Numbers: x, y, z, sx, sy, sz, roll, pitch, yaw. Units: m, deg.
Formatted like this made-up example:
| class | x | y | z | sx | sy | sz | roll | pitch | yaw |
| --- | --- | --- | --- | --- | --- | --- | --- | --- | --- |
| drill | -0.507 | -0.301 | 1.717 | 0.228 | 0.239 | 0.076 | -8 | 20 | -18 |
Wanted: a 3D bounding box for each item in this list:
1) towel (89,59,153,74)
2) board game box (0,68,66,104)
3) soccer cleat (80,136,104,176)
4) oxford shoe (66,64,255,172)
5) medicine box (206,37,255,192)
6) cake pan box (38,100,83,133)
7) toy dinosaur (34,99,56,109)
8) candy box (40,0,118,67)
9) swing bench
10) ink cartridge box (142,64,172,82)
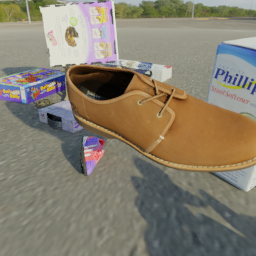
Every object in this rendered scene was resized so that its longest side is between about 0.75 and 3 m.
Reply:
| class | x | y | z | sx | sy | sz | roll | pitch | yaw |
| --- | --- | --- | --- | --- | --- | --- | --- | --- | --- |
| towel | -0.428 | -2.329 | 10.665 | 2.447 | 0.291 | 1.797 | 4 | 2 | -10 |
| board game box | -3.966 | -1.863 | 11.807 | 1.984 | 0.661 | 2.951 | 11 | 26 | 23 |
| soccer cleat | -0.810 | 0.589 | 6.462 | 0.553 | 0.516 | 1.512 | -2 | 21 | -5 |
| oxford shoe | 0.414 | -0.189 | 3.812 | 2.960 | 1.055 | 1.056 | 15 | 62 | 15 |
| medicine box | 2.920 | -0.452 | 5.989 | 2.456 | 2.696 | 1.388 | -18 | 34 | -35 |
| cake pan box | -1.711 | -0.466 | 8.919 | 1.605 | 0.456 | 1.743 | 14 | 27 | 34 |
| toy dinosaur | -2.917 | -0.928 | 10.085 | 0.923 | 0.355 | 0.472 | -22 | 38 | -35 |
| candy box | -1.300 | -2.628 | 7.849 | 1.934 | 1.623 | 0.692 | -3 | 24 | 2 |
| swing bench | -1.210 | -1.931 | 11.142 | 2.186 | 1.426 | 2.198 | 2 | 19 | 6 |
| ink cartridge box | 1.276 | -2.779 | 13.934 | 1.497 | 0.620 | 1.091 | 15 | 28 | 30 |
